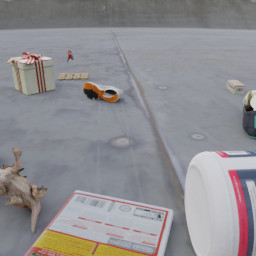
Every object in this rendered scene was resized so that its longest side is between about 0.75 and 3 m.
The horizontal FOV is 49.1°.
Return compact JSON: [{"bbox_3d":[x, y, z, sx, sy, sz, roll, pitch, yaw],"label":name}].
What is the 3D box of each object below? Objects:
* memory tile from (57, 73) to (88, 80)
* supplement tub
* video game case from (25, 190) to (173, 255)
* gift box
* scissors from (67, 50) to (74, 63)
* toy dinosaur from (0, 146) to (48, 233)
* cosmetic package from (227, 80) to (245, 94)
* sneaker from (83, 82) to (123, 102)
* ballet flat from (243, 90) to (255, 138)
[{"bbox_3d":[-2.911,-2.761,14.951,1.588,0.133,1.217,-2,24,-3],"label":"memory tile"},{"bbox_3d":[2.218,1.173,4.194,2.450,1.719,1.719,-1,24,-2],"label":"supplement tub"},{"bbox_3d":[-0.522,1.991,4.191,1.989,0.243,2.782,8,25,16],"label":"video game case"},{"bbox_3d":[-4.312,-2.470,12.455,1.617,1.637,1.753,20,30,39],"label":"gift box"},{"bbox_3d":[-2.307,-2.754,10.817,0.076,0.400,1.094,-15,21,12],"label":"scissors"},{"bbox_3d":[-2.096,1.184,5.387,0.756,1.193,1.760,-35,76,-31],"label":"toy dinosaur"},{"bbox_3d":[4.829,-1.837,12.548,0.483,0.408,0.935,-1,24,-3],"label":"cosmetic package"},{"bbox_3d":[-1.020,-1.497,11.653,1.783,0.675,0.820,20,22,22],"label":"sneaker"},{"bbox_3d":[4.249,-0.673,9.126,1.082,1.082,2.961,10,26,21],"label":"ballet flat"}]
